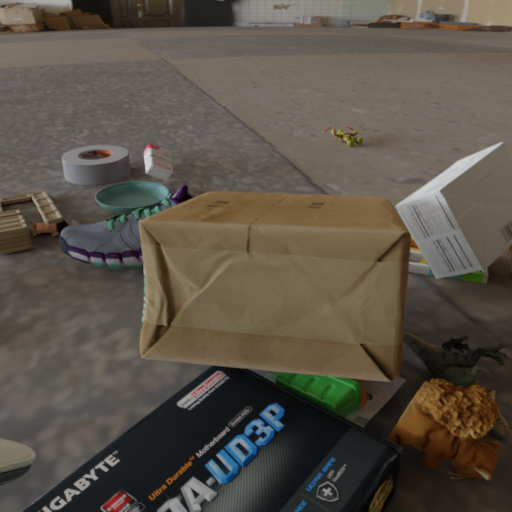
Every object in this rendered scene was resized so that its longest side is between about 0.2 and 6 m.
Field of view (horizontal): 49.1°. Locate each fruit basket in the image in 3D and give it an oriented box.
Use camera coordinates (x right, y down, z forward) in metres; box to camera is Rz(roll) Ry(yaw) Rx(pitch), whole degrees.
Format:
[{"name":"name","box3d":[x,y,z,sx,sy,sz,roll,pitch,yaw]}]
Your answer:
[{"name":"fruit basket","box3d":[0.884,1.534,6.586,1.330,0.673,1.436,18,17,30]}]

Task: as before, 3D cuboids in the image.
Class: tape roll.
[{"name":"tape roll","box3d":[-3.882,-2.231,13.661,1.584,0.523,1.584,0,29,0]}]

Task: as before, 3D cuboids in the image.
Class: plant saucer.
[{"name":"plant saucer","box3d":[-2.634,-1.207,11.979,1.545,0.278,1.545,1,27,0]}]

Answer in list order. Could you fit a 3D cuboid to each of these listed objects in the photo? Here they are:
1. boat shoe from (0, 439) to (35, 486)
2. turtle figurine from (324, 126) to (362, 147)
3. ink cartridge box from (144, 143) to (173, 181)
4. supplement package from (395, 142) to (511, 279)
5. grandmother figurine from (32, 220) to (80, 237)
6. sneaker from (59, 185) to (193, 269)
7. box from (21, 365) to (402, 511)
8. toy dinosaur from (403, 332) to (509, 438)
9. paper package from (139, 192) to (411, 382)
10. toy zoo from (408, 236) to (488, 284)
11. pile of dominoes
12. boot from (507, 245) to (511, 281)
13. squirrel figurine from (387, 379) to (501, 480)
[{"name":"boat shoe","box3d":[-2.941,2.094,5.034,0.671,0.570,1.843,16,8,43]},{"name":"turtle figurine","box3d":[2.552,-3.404,16.058,1.138,0.367,0.918,-5,35,-30]},{"name":"ink cartridge box","box3d":[-2.287,-2.188,13.091,0.565,0.329,0.780,16,42,-32]},{"name":"supplement package","box3d":[3.390,-0.704,8.892,1.790,1.394,0.992,-34,6,-28]},{"name":"grandmother figurine","box3d":[-3.833,-0.549,10.787,0.869,0.263,0.527,-3,56,-11]},{"name":"sneaker","box3d":[-1.689,-0.569,9.370,3.231,1.414,1.202,5,21,3]},{"name":"box","box3d":[-0.351,2.253,4.976,2.266,0.656,2.851,20,34,33]},{"name":"toy dinosaur","box3d":[2.457,1.318,6.999,0.957,0.515,2.172,-19,29,-19]},{"name":"paper package","box3d":[0.331,0.140,7.179,2.987,1.621,3.134,3,14,8]},{"name":"toy zoo","box3d":[3.094,0.020,9.749,1.715,0.175,1.125,9,29,15]},{"name":"pile of dominoes","box3d":[-5.038,-0.634,11.039,2.136,0.436,2.741,-14,23,-23]},{"name":"boot","box3d":[4.859,-0.058,9.305,1.161,0.813,2.166,16,30,18]},{"name":"squirrel figurine","box3d":[1.970,1.750,5.562,0.987,1.057,0.748,33,38,20]}]
